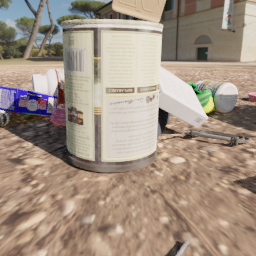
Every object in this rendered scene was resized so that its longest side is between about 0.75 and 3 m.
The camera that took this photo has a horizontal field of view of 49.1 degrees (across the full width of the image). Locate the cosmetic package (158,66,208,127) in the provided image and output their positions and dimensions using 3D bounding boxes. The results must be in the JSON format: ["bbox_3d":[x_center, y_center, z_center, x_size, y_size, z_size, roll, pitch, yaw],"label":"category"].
[{"bbox_3d":[1.155,-0.862,7.096,1.713,0.443,1.292,24,39,-35],"label":"cosmetic package"}]

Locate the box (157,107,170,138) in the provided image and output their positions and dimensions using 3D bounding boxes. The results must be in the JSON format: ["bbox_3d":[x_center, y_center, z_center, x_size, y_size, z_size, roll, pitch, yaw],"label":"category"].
[{"bbox_3d":[0.129,-0.504,7.991,1.867,1.067,2.050,5,18,18],"label":"box"}]

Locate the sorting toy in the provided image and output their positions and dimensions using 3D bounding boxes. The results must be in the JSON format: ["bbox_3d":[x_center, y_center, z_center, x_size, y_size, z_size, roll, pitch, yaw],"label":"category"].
[{"bbox_3d":[0.262,-2.484,4.961,0.931,1.006,0.184,10,21,-16],"label":"sorting toy"}]

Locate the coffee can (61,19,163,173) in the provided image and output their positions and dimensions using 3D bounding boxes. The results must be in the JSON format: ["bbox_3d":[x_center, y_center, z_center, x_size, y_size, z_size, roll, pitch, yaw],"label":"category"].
[{"bbox_3d":[-0.316,-0.710,5.748,1.963,2.683,1.963,1,16,0],"label":"coffee can"}]

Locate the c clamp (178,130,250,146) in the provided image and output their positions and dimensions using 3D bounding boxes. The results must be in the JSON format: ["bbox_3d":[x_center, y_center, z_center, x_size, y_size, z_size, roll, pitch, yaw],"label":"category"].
[{"bbox_3d":[2.184,0.222,6.973,1.580,0.214,1.350,9,7,25],"label":"c clamp"}]

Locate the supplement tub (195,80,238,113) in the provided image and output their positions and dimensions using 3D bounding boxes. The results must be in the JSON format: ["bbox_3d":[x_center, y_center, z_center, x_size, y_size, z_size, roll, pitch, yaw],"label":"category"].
[{"bbox_3d":[3.245,-1.246,10.643,1.095,1.095,1.514,-8,18,-27],"label":"supplement tub"}]

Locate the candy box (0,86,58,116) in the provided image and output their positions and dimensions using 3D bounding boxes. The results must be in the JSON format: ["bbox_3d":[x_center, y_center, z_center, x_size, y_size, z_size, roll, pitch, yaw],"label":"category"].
[{"bbox_3d":[-3.696,-0.912,9.319,2.042,0.787,1.727,11,3,30],"label":"candy box"}]

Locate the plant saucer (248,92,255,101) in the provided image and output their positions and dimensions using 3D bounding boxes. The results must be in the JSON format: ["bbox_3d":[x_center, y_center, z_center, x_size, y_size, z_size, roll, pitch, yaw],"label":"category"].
[{"bbox_3d":[6.031,-1.371,12.572,1.202,0.305,1.202,0,15,0],"label":"plant saucer"}]

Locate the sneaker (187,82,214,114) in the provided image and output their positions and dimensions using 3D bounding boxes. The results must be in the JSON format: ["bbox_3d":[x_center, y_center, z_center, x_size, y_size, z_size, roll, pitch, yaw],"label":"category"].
[{"bbox_3d":[2.212,-1.210,10.585,0.939,1.060,2.536,-12,19,-35],"label":"sneaker"}]

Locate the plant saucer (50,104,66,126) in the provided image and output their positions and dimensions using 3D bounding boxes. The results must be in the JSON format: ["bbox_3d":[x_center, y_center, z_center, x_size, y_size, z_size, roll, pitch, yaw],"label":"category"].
[{"bbox_3d":[-1.576,-0.511,9.093,1.852,0.469,1.852,0,16,0],"label":"plant saucer"}]

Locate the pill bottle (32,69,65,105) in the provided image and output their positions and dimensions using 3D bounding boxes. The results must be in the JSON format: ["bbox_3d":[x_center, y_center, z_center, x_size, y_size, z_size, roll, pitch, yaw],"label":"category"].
[{"bbox_3d":[-2.574,-1.708,11.642,2.599,1.458,1.458,-7,17,-21],"label":"pill bottle"}]

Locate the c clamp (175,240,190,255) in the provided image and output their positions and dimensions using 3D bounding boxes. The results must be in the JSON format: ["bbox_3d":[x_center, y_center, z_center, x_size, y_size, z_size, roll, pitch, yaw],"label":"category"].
[{"bbox_3d":[0.904,1.574,2.188,1.766,0.239,1.508,11,19,36],"label":"c clamp"}]

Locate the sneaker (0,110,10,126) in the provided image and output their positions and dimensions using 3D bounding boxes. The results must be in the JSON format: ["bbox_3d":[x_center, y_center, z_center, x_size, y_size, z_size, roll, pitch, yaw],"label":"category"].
[{"bbox_3d":[-4.371,-0.222,7.922,1.802,0.599,0.815,-2,13,-14],"label":"sneaker"}]

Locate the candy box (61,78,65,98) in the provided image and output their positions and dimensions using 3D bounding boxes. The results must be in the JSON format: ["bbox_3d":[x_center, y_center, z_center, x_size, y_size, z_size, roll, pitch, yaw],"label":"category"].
[{"bbox_3d":[-1.191,-1.470,10.572,2.435,0.673,1.406,-5,24,-21],"label":"candy box"}]
